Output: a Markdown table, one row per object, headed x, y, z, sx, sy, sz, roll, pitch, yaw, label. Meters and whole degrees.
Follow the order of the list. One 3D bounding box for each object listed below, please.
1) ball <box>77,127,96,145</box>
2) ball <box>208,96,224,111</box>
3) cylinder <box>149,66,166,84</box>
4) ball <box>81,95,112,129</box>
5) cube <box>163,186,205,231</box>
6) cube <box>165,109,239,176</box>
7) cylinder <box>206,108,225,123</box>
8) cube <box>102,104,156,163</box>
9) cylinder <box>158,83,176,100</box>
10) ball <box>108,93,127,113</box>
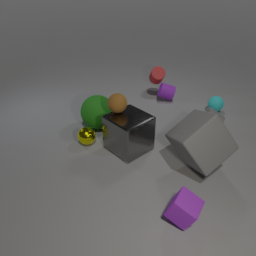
| x | y | z | sx | sy | sz | roll | pitch | yaw | label |
| --- | --- | --- | --- | --- | --- | --- | --- | --- | --- |
| -1.581 | 0.298 | 10.726 | 0.700 | 0.700 | 0.700 | 0 | 32 | 0 | ball |
| 4.028 | -1.113 | 12.844 | 0.700 | 0.700 | 0.700 | 0 | 32 | 0 | ball |
| 1.441 | -2.600 | 13.863 | 0.700 | 0.700 | 0.700 | -4 | -10 | -7 | cylinder |
| -1.249 | -0.662 | 11.555 | 1.400 | 1.400 | 1.400 | 0 | 32 | 0 | ball |
| 1.496 | 2.145 | 7.487 | 0.700 | 0.700 | 0.700 | 36 | 42 | 9 | cube |
| 2.326 | 0.419 | 9.002 | 1.400 | 1.400 | 1.400 | -40 | 18 | -6 | cube |
| 3.408 | -0.356 | 11.322 | 0.700 | 0.700 | 0.700 | 32 | 34 | -5 | cylinder |
| 0.031 | 0.170 | 10.276 | 1.400 | 1.400 | 1.400 | -26 | 41 | -35 | cube |
| 1.899 | -1.804 | 13.790 | 0.700 | 0.700 | 0.700 | 16 | 31 | -8 | cylinder |
| -0.376 | -0.892 | 9.960 | 0.700 | 0.700 | 0.700 | 0 | 32 | 0 | ball |
